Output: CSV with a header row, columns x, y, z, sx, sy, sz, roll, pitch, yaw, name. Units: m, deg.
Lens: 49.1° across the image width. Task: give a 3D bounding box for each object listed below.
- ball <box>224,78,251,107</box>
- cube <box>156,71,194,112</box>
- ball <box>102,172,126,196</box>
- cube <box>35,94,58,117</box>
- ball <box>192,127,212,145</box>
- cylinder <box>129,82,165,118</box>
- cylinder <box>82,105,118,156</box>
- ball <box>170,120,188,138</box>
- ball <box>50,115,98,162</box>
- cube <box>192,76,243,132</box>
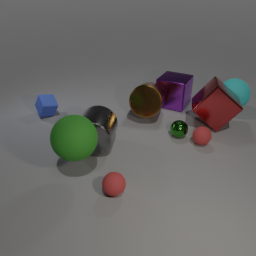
x,y,z,sx,sy,sz,roll,pitch,yaw,name
4.830,-1.550,12.769,1.400,1.400,1.400,0,30,0,ball
2.211,-1.785,13.451,1.400,1.400,1.400,15,33,24,cube
-0.411,1.637,8.217,0.700,0.700,0.700,0,30,0,ball
-3.615,-1.004,12.420,0.700,0.700,0.700,-6,56,-39,cube
2.784,0.293,10.538,0.700,0.700,0.700,0,30,0,ball
0.860,-1.248,12.214,1.400,1.400,1.400,6,15,11,cylinder
-1.170,0.084,10.240,1.400,1.400,1.400,4,30,6,cylinder
2.018,0.038,11.038,0.700,0.700,0.700,0,30,0,ball
-1.607,0.298,8.368,1.400,1.400,1.400,0,30,0,ball
3.614,-1.003,11.526,1.400,1.400,1.400,39,28,-9,cube
